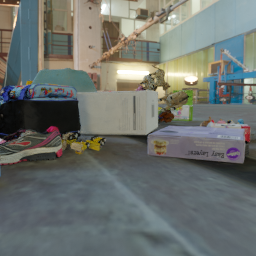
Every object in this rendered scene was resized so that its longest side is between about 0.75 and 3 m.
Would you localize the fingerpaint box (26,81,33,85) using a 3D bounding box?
[{"bbox_3d":[-3.663,-1.475,15.052,2.445,1.075,2.931,2,-18,21],"label":"fingerpaint box"}]

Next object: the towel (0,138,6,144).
[{"bbox_3d":[-4.167,0.383,6.453,2.754,0.412,2.015,6,10,44],"label":"towel"}]

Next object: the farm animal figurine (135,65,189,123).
[{"bbox_3d":[1.617,-1.613,12.815,1.224,2.434,1.965,-28,-22,-27],"label":"farm animal figurine"}]

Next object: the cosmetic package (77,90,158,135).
[{"bbox_3d":[-0.271,-0.597,10.205,2.424,1.490,2.417,2,7,16],"label":"cosmetic package"}]

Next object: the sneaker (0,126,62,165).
[{"bbox_3d":[-2.249,0.339,5.710,1.774,0.662,0.715,-5,8,-33],"label":"sneaker"}]

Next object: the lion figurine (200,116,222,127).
[{"bbox_3d":[3.318,-0.095,10.803,1.020,0.369,0.624,10,44,26],"label":"lion figurine"}]

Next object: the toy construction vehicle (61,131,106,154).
[{"bbox_3d":[-1.176,0.415,6.685,0.984,0.398,1.130,13,13,15],"label":"toy construction vehicle"}]

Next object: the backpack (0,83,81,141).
[{"bbox_3d":[-2.804,-0.368,7.938,2.378,1.600,2.171,1,4,34],"label":"backpack"}]

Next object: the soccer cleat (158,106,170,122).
[{"bbox_3d":[1.002,-0.895,14.742,2.575,1.077,0.833,2,7,16],"label":"soccer cleat"}]

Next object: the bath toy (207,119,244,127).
[{"bbox_3d":[3.369,-0.048,9.762,1.436,0.531,0.625,-3,7,-16],"label":"bath toy"}]

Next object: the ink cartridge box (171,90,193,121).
[{"bbox_3d":[2.844,-1.227,15.170,1.214,1.642,0.622,4,8,31],"label":"ink cartridge box"}]

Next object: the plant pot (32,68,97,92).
[{"bbox_3d":[-2.505,-1.131,11.154,2.330,2.373,2.323,3,6,20],"label":"plant pot"}]

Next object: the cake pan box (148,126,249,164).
[{"bbox_3d":[1.729,0.306,6.607,2.094,0.548,1.928,2,9,21],"label":"cake pan box"}]

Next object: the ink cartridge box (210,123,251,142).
[{"bbox_3d":[3.025,0.130,8.392,1.115,0.477,0.823,4,7,16],"label":"ink cartridge box"}]
